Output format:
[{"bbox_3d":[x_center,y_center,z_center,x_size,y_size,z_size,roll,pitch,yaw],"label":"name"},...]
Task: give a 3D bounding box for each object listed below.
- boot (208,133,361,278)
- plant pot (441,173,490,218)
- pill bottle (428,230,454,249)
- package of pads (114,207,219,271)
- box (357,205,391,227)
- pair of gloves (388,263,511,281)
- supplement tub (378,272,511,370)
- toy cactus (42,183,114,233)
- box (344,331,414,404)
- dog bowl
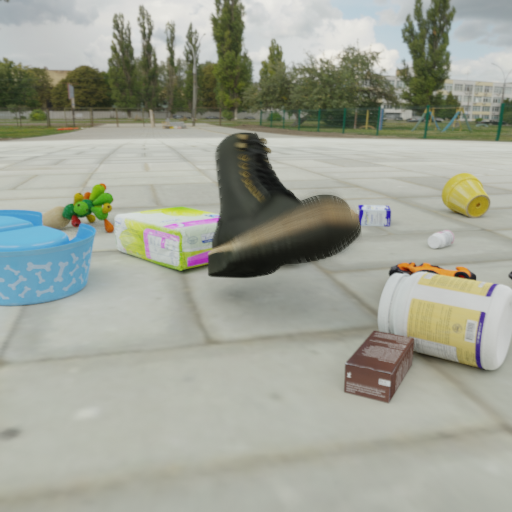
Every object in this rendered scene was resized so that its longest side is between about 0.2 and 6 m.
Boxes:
[{"bbox_3d":[0.115,-0.934,7.494,1.194,2.132,3.083,5,-12,-32],"label":"boot"},{"bbox_3d":[5.578,-1.509,14.692,1.057,1.057,0.995,-3,31,-12],"label":"plant pot"},{"bbox_3d":[3.783,-0.331,11.474,0.572,0.324,0.324,-14,21,-42],"label":"pill bottle"},{"bbox_3d":[-1.456,-0.385,10.802,1.802,0.795,2.332,-12,18,-42],"label":"package of pads"},{"bbox_3d":[2.895,-0.996,13.783,0.778,0.408,0.716,2,15,9],"label":"box"},{"bbox_3d":[3.443,0.363,8.065,2.994,0.370,2.667,4,3,9],"label":"pair of gloves"},{"bbox_3d":[2.178,0.703,6.445,1.321,0.960,0.960,10,18,35],"label":"supplement tub"},{"bbox_3d":[-4.151,-0.966,13.073,1.807,1.120,2.190,-20,20,-2],"label":"toy cactus"},{"bbox_3d":[1.326,1.153,5.955,0.490,0.367,0.978,8,16,28],"label":"box"},{"bbox_3d":[-4.175,-0.057,9.356,3.704,0.918,2.065,14,21,41],"label":"dog bowl"}]
